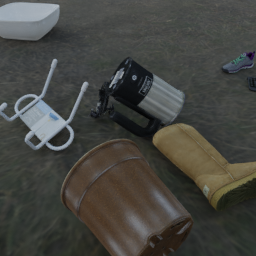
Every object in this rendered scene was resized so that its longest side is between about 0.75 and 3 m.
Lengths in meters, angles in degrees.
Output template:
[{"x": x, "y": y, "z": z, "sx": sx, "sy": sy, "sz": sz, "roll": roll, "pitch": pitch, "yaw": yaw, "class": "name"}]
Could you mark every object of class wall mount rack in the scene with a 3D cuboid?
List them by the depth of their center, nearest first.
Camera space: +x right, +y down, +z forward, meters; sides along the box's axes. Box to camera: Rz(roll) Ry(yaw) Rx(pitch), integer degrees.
[{"x": -2.198, "y": -0.629, "z": 7.606, "sx": 2.132, "sy": 0.915, "sz": 2.454, "roll": -44, "pitch": 61, "yaw": -15, "class": "wall mount rack"}]

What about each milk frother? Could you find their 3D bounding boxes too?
[{"x": 0.213, "y": -0.819, "z": 7.989, "sx": 1.844, "sy": 1.769, "sz": 1.960, "roll": 30, "pitch": 7, "yaw": -21, "class": "milk frother"}]

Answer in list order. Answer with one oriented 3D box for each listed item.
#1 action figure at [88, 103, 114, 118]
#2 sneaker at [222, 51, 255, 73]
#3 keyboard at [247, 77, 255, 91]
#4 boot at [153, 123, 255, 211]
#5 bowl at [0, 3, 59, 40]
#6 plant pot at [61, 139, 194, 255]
[{"x": -0.845, "y": -0.529, "z": 8.376, "sx": 0.810, "sy": 0.413, "sz": 0.481, "roll": -15, "pitch": 0, "yaw": -24, "class": "action figure"}, {"x": 4.248, "y": -2.585, "z": 10.799, "sx": 1.493, "sy": 0.653, "sz": 0.555, "roll": -19, "pitch": 42, "yaw": -23, "class": "sneaker"}, {"x": 5.417, "y": -1.608, "z": 9.926, "sx": 2.259, "sy": 0.233, "sz": 1.435, "roll": 9, "pitch": 39, "yaw": 10, "class": "keyboard"}, {"x": 2.073, "y": 0.632, "z": 6.667, "sx": 2.112, "sy": 0.798, "sz": 2.412, "roll": -11, "pitch": 36, "yaw": -22, "class": "boot"}, {"x": -5.017, "y": -5.232, "z": 13.771, "sx": 2.972, "sy": 1.111, "sz": 2.976, "roll": 6, "pitch": 40, "yaw": 8, "class": "bowl"}, {"x": 0.050, "y": 1.412, "z": 4.881, "sx": 1.787, "sy": 1.787, "sz": 1.769, "roll": -25, "pitch": 49, "yaw": -28, "class": "plant pot"}]
